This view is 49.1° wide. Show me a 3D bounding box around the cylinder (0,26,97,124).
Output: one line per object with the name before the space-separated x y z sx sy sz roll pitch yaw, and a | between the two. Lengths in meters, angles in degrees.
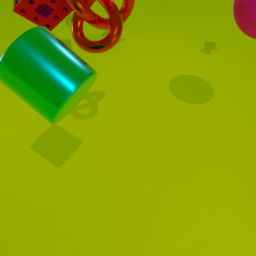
cylinder | -1.104 -0.721 3.931 0.980 0.980 0.980 41 53 -3

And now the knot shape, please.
knot shape | -0.581 -2.092 4.738 1.400 1.310 0.647 -57 25 -10

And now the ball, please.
ball | 2.781 -2.420 5.473 1.366 1.366 1.366 0 47 0

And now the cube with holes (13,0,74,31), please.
cube with holes | -2.389 -3.788 7.976 1.197 1.197 1.197 -26 61 34
